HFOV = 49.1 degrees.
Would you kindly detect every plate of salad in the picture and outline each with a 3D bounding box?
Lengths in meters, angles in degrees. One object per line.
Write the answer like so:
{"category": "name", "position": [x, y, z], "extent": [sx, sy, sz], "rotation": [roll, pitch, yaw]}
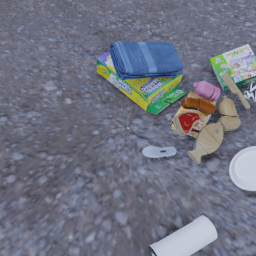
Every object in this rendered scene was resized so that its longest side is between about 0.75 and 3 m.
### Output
{"category": "plate of salad", "position": [3.156, 1.018, 7.021], "extent": [1.215, 0.292, 1.215], "rotation": [-25, 45, 28]}

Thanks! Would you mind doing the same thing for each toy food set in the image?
{"category": "toy food set", "position": [2.219, -0.423, 7.916], "extent": [2.837, 0.447, 1.803], "rotation": [-33, 88, -29]}

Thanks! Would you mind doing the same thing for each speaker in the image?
{"category": "speaker", "position": [1.168, 2.407, 5.881], "extent": [1.404, 0.570, 0.570], "rotation": [-23, 53, -18]}

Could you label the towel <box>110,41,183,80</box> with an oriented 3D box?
{"category": "towel", "position": [0.546, -2.040, 8.397], "extent": [2.158, 0.524, 1.205], "rotation": [-9, 71, -28]}

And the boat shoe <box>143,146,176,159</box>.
{"category": "boat shoe", "position": [0.834, 0.666, 7.531], "extent": [0.898, 0.307, 0.332], "rotation": [-6, 64, -5]}

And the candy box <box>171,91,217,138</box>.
{"category": "candy box", "position": [2.000, -0.431, 8.418], "extent": [0.860, 0.412, 1.490], "rotation": [21, 53, 22]}

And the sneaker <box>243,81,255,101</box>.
{"category": "sneaker", "position": [4.027, -1.070, 8.300], "extent": [0.430, 0.701, 1.078], "rotation": [11, 16, -34]}

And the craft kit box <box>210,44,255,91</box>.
{"category": "craft kit box", "position": [3.637, -2.031, 9.408], "extent": [1.361, 0.330, 1.344], "rotation": [-20, 55, 11]}

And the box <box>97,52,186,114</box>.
{"category": "box", "position": [0.455, -1.721, 9.332], "extent": [1.661, 0.685, 2.830], "rotation": [-36, 64, -27]}
